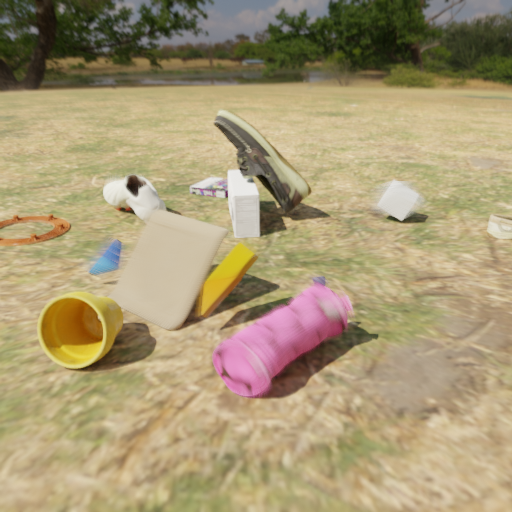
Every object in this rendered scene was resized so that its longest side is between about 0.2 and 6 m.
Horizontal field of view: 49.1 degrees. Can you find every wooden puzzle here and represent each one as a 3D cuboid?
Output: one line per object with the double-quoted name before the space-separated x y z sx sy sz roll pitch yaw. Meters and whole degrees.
"wooden puzzle" -1.431 0.202 9.224 2.961 1.998 0.346 26 -11 38

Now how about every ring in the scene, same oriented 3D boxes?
"ring" -5.315 -0.644 12.836 1.984 0.190 1.984 0 21 0

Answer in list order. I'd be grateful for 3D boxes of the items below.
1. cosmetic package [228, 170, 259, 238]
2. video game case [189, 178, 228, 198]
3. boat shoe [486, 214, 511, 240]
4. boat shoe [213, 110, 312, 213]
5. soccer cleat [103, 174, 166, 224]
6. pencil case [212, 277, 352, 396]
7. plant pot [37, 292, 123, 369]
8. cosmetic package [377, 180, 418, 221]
"cosmetic package" -0.330 -1.308 13.391 0.618 1.008 2.443 -1 21 -5
"video game case" -1.113 -1.973 16.115 1.141 0.225 1.259 9 23 22
"boat shoe" 6.014 -0.674 12.408 1.683 0.547 0.607 2 22 5
"boat shoe" 0.039 -2.149 13.034 0.946 2.878 1.028 -50 16 -4
"soccer cleat" -3.053 -1.591 13.773 0.945 1.057 2.726 -33 36 -24
"pencil case" 0.401 1.059 7.421 0.933 0.904 1.993 -13 12 47
"plant pot" -2.356 0.958 7.847 1.008 1.008 0.948 4 7 10
"cosmetic package" 3.389 -1.329 13.387 0.696 0.574 0.574 34 35 6
